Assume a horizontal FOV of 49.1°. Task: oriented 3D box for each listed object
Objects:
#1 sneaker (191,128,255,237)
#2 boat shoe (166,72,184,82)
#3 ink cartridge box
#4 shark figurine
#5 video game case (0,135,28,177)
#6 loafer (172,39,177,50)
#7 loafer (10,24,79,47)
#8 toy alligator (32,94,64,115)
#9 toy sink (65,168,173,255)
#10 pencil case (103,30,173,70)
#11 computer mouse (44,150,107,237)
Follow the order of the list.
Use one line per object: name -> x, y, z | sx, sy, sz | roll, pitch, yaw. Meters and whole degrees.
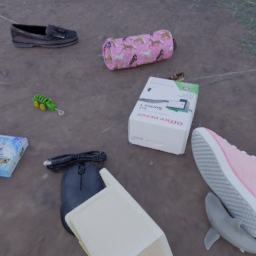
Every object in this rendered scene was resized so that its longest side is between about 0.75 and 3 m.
sneaker -> 2.854, 1.065, 6.939 | 1.555, 1.120, 2.975 | -15, 50, -16
boat shoe -> 1.718, -1.897, 10.542 | 0.928, 0.334, 0.335 | -15, 46, -15
ink cartridge box -> 1.133, -0.463, 8.548 | 1.681, 0.970, 2.301 | 12, 43, 13
shark figurine -> 2.512, 2.197, 5.946 | 2.123, 0.886, 1.268 | 24, 50, 25
video game case -> -3.700, 0.723, 7.846 | 1.356, 0.308, 1.229 | 6, 45, 6
loafer -> 1.458, -3.737, 12.328 | 1.412, 0.501, 0.516 | -6, 44, -6
loafer -> -3.740, -4.194, 12.488 | 2.961, 0.932, 1.064 | -4, 44, -4
toy alligator -> -2.721, -0.846, 9.412 | 1.431, 0.388, 0.424 | 24, 49, 23
toy sink -> -0.261, 1.992, 5.229 | 1.190, 1.385, 2.125 | -32, 37, -16
pencil case -> 0.428, -3.166, 11.239 | 2.816, 1.218, 1.166 | -14, 35, -16
computer mouse -> -1.205, 1.416, 6.881 | 1.691, 0.644, 2.442 | -8, 44, -9
